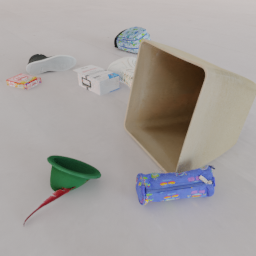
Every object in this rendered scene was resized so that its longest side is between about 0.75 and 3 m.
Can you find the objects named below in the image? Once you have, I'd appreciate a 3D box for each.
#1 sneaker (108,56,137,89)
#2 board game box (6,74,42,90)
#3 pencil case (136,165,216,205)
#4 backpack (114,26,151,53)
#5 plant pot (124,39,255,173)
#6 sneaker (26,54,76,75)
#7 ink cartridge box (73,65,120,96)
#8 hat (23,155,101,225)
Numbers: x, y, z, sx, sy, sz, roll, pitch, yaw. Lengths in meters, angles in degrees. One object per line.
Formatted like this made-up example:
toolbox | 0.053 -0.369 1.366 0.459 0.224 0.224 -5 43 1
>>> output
sneaker | 0.275 -2.034 11.138 2.863 1.116 1.423 15 38 25
board game box | -4.351 -1.944 11.730 1.125 0.261 0.852 14 34 22
pencil case | 1.053 1.237 6.091 1.755 0.685 0.762 -5 -10 -7
backpack | 0.380 -4.897 15.598 1.603 1.511 1.965 -35 58 -22
plant pot | 1.731 -0.642 7.598 2.416 2.725 2.729 -4 30 -30
sneaker | -3.641 -3.153 13.161 2.286 0.808 1.134 -14 39 -14
ink cartridge box | -1.318 -2.004 11.484 1.055 0.617 1.818 -26 40 -36
hat | -1.498 1.423 6.378 1.470 1.294 1.218 18 4 -28
